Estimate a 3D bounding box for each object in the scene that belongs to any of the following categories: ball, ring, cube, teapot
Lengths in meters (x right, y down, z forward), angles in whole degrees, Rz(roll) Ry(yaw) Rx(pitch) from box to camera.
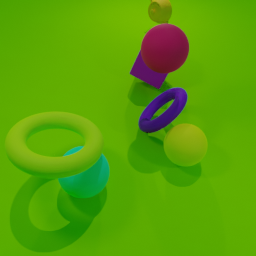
[{"bbox_3d":[-0.991,0.981,6.268,1.151,1.151,1.151,0,49,0],"label":"ball"},{"bbox_3d":[0.823,-1.766,6.268,1.077,1.077,1.077,0,49,0],"label":"ball"},{"bbox_3d":[-1.483,0.277,5.795,1.971,0.394,1.971,7,34,-5],"label":"ring"},{"bbox_3d":[0.891,-0.475,7.323,0.307,1.536,1.536,46,51,-19],"label":"ring"},{"bbox_3d":[0.810,-2.031,8.518,1.037,1.037,1.037,27,40,-2],"label":"cube"},{"bbox_3d":[1.397,0.413,6.825,1.043,1.043,1.043,0,49,0],"label":"ball"},{"bbox_3d":[1.191,-4.426,10.704,0.763,0.969,1.559,-25,91,-35],"label":"teapot"}]
